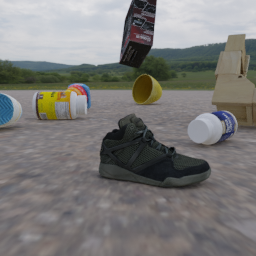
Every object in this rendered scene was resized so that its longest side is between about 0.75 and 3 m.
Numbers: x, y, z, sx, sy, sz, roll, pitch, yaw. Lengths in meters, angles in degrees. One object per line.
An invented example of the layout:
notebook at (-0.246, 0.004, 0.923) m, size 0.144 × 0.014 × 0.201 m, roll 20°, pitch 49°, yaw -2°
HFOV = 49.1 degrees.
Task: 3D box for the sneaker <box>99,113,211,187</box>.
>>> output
sneaker at (0.297, 0.253, 3.356) m, size 1.370 × 0.785 × 0.524 m, roll 6°, pitch 13°, yaw 20°

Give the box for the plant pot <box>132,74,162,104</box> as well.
plant pot at (1.162, -1.963, 14.961) m, size 1.134 × 1.598 × 1.598 m, roll 9°, pitch 1°, yaw -40°

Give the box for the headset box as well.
headset box at (0.311, -3.179, 9.472) m, size 0.817 × 2.115 × 1.574 m, roll 11°, pitch -17°, yaw -11°

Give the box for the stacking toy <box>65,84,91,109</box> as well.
stacking toy at (-2.539, -1.129, 11.708) m, size 1.155 × 1.092 × 1.990 m, roll 8°, pitch 24°, yaw 27°

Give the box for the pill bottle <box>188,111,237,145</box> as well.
pill bottle at (1.623, -0.002, 5.410) m, size 0.597 × 0.597 × 1.075 m, roll 9°, pitch 13°, yaw 42°

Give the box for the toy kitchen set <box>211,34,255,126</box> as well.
toy kitchen set at (3.854, -1.069, 8.019) m, size 2.299 × 2.548 × 2.079 m, roll 5°, pitch -31°, yaw 29°

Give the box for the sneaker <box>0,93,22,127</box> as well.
sneaker at (-4.147, -0.412, 7.003) m, size 2.853 × 1.091 × 1.152 m, roll 5°, pitch -1°, yaw -3°

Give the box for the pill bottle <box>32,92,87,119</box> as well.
pill bottle at (-2.140, -0.722, 8.931) m, size 1.600 × 0.874 × 0.874 m, roll -1°, pitch 9°, yaw -3°
